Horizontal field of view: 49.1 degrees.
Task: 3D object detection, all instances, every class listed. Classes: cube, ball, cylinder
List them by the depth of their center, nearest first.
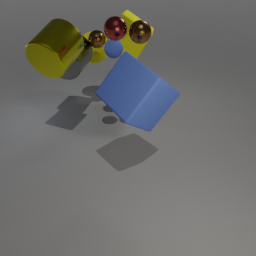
[{"bbox_3d":[0.276,-0.942,7.629,1.400,1.400,1.400,45,14,29],"label":"cube"},{"bbox_3d":[-0.374,-2.969,8.370,0.700,0.700,0.700,0,30,0],"label":"ball"},{"bbox_3d":[0.371,-2.924,8.544,0.700,0.700,0.700,0,30,0],"label":"ball"},{"bbox_3d":[-2.365,-2.583,9.149,1.400,1.400,1.400,13,54,21],"label":"cylinder"},{"bbox_3d":[-0.528,-2.926,10.325,0.700,0.700,0.700,0,30,0],"label":"ball"},{"bbox_3d":[-1.242,-3.557,11.221,0.700,0.700,0.700,0,30,0],"label":"ball"},{"bbox_3d":[-2.302,-2.883,11.256,1.400,1.400,1.400,8,43,14],"label":"cylinder"},{"bbox_3d":[0.083,-3.779,11.541,1.400,1.400,1.400,31,28,-10],"label":"cube"},{"bbox_3d":[-1.558,-3.665,12.771,1.400,1.400,1.400,0,30,0],"label":"ball"}]
